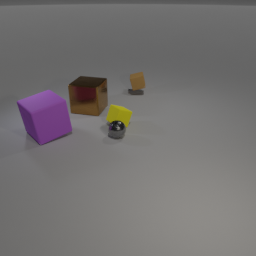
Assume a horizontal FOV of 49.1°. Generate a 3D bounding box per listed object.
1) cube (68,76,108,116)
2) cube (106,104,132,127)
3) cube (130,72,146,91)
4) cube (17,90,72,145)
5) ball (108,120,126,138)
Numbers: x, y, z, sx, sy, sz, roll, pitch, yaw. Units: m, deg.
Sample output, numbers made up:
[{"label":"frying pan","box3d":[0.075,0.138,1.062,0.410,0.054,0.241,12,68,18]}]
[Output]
[{"label":"cube","box3d":[-1.825,-1.523,13.107,1.400,1.400,1.400,7,28,13]},{"label":"cube","box3d":[-0.371,-0.504,11.669,0.700,0.700,0.700,7,17,-42]},{"label":"cube","box3d":[0.519,-2.498,14.917,0.700,0.700,0.700,-11,29,9]},{"label":"cube","box3d":[-3.200,-0.450,10.820,1.400,1.400,1.400,-27,39,-30]},{"label":"ball","box3d":[-0.424,0.042,10.842,0.700,0.700,0.700,0,27,0]}]
